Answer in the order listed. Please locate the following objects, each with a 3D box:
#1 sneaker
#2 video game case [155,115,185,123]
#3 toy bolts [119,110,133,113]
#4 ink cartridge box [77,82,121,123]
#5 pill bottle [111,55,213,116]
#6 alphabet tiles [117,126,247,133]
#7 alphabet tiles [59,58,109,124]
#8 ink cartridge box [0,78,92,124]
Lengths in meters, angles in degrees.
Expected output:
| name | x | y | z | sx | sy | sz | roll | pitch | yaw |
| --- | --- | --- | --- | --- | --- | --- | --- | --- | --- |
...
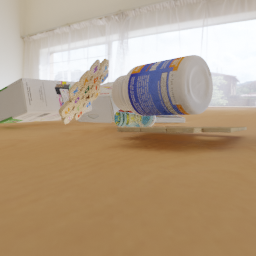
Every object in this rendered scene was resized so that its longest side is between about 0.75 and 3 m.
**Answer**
| name | x | y | z | sx | sy | sz | roll | pitch | yaw |
| --- | --- | --- | --- | --- | --- | --- | --- | --- | --- |
| sneaker | 0.114 | -0.259 | 8.508 | 0.896 | 0.546 | 1.372 | 6 | -10 | -40 |
| video game case | 1.237 | -0.388 | 11.741 | 1.997 | 0.229 | 1.819 | 1 | 6 | 1 |
| toy bolts | 0.391 | -0.943 | 10.227 | 1.125 | 1.621 | 1.549 | 16 | -27 | -39 |
| ink cartridge box | -0.727 | -1.181 | 11.829 | 1.927 | 1.128 | 2.666 | 1 | 23 | 31 |
| pill bottle | 0.789 | -1.050 | 7.551 | 2.600 | 1.457 | 1.457 | 1 | 5 | 45 |
| alphabet tiles | 1.112 | 0.016 | 6.066 | 2.424 | 0.109 | 2.900 | 1 | 1 | 29 |
| alphabet tiles | -1.174 | -1.003 | 7.724 | 0.146 | 2.004 | 1.960 | 35 | -18 | 8 |
| ink cartridge box | -2.730 | -0.856 | 9.230 | 1.812 | 1.051 | 2.502 | -13 | -4 | 40 |
